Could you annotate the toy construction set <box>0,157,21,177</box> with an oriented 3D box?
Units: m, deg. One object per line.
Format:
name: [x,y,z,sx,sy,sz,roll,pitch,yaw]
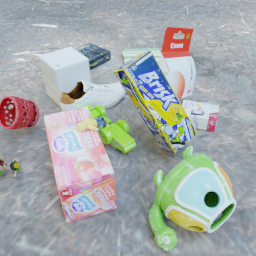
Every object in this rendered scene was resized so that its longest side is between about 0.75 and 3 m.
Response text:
toy construction set: [-3.595,0.927,7.789,1.082,0.997,1.297,-39,58,21]

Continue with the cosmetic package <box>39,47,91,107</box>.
cosmetic package: [-2.296,-1.891,10.471,1.361,1.636,1.369,-26,46,-28]

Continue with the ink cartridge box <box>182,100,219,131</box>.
ink cartridge box: [2.418,-0.437,9.594,1.242,0.532,0.916,12,41,12]

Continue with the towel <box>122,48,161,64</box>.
towel: [0.712,-3.087,13.007,1.900,0.291,2.491,-2,39,-3]

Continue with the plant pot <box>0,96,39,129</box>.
plant pot: [-3.391,-0.472,8.767,1.019,1.019,0.928,28,16,29]

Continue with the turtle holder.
turtle holder: [1.396,1.594,6.299,2.110,1.603,1.498,-24,46,-27]

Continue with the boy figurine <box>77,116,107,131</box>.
boy figurine: [-0.947,-0.084,7.314,0.794,0.256,0.494,-16,49,-34]

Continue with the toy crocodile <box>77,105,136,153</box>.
toy crocodile: [-0.785,-0.010,8.989,2.583,0.797,0.872,35,50,29]

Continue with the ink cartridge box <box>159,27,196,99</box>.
ink cartridge box: [1.751,-2.108,9.370,0.581,2.319,1.881,26,29,32]

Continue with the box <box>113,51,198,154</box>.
box: [0.797,-0.695,7.927,0.974,2.780,0.894,-38,19,-15]

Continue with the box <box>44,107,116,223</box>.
box: [-1.314,0.824,7.387,1.299,1.408,2.743,-12,42,-15]

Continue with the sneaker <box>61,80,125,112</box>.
sneaker: [-1.180,-1.284,10.167,2.665,1.128,0.970,-27,45,-31]

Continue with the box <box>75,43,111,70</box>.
box: [-1.957,-3.284,13.065,1.486,0.481,1.884,29,48,29]
